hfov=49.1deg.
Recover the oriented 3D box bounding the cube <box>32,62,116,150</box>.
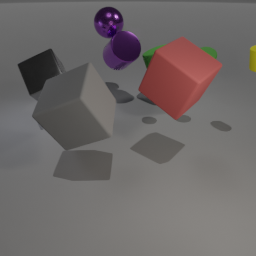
[{"bbox_3d":[-1.269,-0.514,7.074,1.400,1.400,1.400,-17,43,20],"label":"cube"}]

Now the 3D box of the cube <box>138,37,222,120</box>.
[{"bbox_3d":[1.391,-1.369,7.623,1.400,1.400,1.400,41,49,14],"label":"cube"}]

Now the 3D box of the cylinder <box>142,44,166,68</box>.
[{"bbox_3d":[1.540,-2.976,13.022,1.400,1.400,1.400,-19,25,9],"label":"cylinder"}]

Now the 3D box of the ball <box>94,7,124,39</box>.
[{"bbox_3d":[-0.898,-4.919,13.096,1.400,1.400,1.400,0,28,0],"label":"ball"}]

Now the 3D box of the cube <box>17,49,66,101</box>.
[{"bbox_3d":[-3.118,-1.910,10.807,1.400,1.400,1.400,-25,-12,-1],"label":"cube"}]

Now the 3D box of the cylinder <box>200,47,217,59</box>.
[{"bbox_3d":[2.742,-2.389,9.945,0.700,0.700,0.700,-1,59,2],"label":"cylinder"}]

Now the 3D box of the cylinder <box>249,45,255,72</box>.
[{"bbox_3d":[4.290,-2.248,9.012,0.700,0.700,0.700,-9,31,5],"label":"cylinder"}]

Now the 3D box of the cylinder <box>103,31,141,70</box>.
[{"bbox_3d":[-0.302,-3.478,12.731,1.400,1.400,1.400,-12,0,-21],"label":"cylinder"}]
